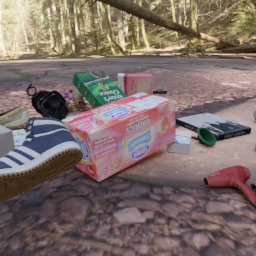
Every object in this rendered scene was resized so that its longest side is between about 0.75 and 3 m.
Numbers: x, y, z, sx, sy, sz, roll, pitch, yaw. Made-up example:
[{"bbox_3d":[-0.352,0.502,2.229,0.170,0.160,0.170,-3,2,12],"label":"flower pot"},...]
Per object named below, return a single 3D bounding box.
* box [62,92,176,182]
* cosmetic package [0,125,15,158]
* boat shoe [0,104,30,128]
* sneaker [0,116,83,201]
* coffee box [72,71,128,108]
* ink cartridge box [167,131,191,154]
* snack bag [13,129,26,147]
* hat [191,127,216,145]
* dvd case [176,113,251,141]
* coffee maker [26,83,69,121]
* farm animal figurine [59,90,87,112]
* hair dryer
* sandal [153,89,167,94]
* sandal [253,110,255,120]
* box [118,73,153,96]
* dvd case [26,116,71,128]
[{"bbox_3d":[-0.150,0.102,8.128,2.994,1.417,1.536,-24,28,-34],"label":"box"},{"bbox_3d":[-4.044,0.832,6.643,1.136,1.346,2.520,15,22,39],"label":"cosmetic package"},{"bbox_3d":[-5.042,-0.305,10.677,2.441,0.793,0.881,-18,25,-19],"label":"boat shoe"},{"bbox_3d":[-2.088,0.544,5.454,2.191,0.768,1.188,-22,52,-15],"label":"sneaker"},{"bbox_3d":[-1.109,-1.574,13.027,1.779,0.636,2.893,-14,53,-41],"label":"coffee box"},{"bbox_3d":[1.697,0.455,9.194,0.702,0.412,0.959,4,25,14],"label":"ink cartridge box"},{"bbox_3d":[-4.236,0.429,9.735,1.570,0.178,1.665,-11,21,-31],"label":"snack bag"},{"bbox_3d":[2.514,0.468,9.768,0.741,0.788,0.895,13,43,-21],"label":"hat"},{"bbox_3d":[3.337,-0.106,11.179,1.779,0.293,2.367,-10,20,-27],"label":"dvd case"},{"bbox_3d":[-3.370,-1.016,11.488,1.674,1.174,1.743,30,-9,-26],"label":"coffee maker"},{"bbox_3d":[-2.764,-1.294,13.768,1.861,1.159,2.305,-9,11,42],"label":"farm animal figurine"},{"bbox_3d":[2.691,1.313,6.538,1.795,0.488,1.367,7,20,24],"label":"hair dryer"},{"bbox_3d":[1.965,-2.363,18.134,1.216,0.260,0.462,-3,18,-9],"label":"sandal"},{"bbox_3d":[5.743,-0.429,10.992,0.944,0.678,2.376,-36,18,8],"label":"sandal"},{"bbox_3d":[0.425,-2.592,17.068,2.106,1.347,1.147,-1,18,-2],"label":"box"},{"bbox_3d":[-2.534,0.082,10.564,2.057,0.310,2.817,-10,21,-28],"label":"dvd case"}]
